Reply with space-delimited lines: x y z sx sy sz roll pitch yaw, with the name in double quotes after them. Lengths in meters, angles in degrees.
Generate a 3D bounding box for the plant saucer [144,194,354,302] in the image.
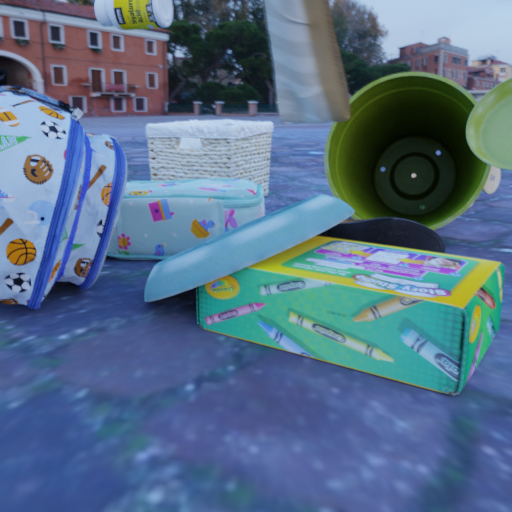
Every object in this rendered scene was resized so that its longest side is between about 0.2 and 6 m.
-0.138 -0.157 6.295 2.524 0.346 2.524 -22 5 2 "plant saucer"

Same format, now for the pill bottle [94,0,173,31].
-1.979 -3.974 9.020 1.142 0.635 0.635 2 15 16 "pill bottle"

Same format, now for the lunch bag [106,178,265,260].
-1.201 -0.661 8.744 2.684 1.035 2.153 1 15 3 "lunch bag"

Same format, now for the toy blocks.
4.194 -1.706 12.700 1.646 0.717 1.975 -28 28 -31 "toy blocks"

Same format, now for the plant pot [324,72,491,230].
2.722 -1.570 9.855 2.551 2.551 2.456 6 1 20 "plant pot"

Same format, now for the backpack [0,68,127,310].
-2.593 -0.588 6.302 2.053 2.665 2.538 9 16 -16 "backpack"

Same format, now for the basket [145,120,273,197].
-0.995 -2.135 12.638 2.215 1.797 2.235 7 16 22 "basket"

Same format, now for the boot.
1.499 -0.230 8.324 2.145 0.780 2.279 -6 7 8 "boot"

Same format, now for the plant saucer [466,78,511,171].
3.295 -1.574 6.667 1.487 1.487 0.231 13 -19 39 "plant saucer"

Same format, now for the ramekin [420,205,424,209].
3.477 -1.078 11.460 0.793 0.387 0.793 0 15 0 "ramekin"

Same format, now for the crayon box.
0.886 0.387 5.458 2.588 0.754 1.537 10 18 32 "crayon box"

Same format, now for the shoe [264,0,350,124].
0.311 -2.547 5.431 0.799 2.992 1.046 -2 45 18 "shoe"

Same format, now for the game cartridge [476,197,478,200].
4.565 -1.516 13.356 1.316 0.269 0.876 4 12 14 "game cartridge"
